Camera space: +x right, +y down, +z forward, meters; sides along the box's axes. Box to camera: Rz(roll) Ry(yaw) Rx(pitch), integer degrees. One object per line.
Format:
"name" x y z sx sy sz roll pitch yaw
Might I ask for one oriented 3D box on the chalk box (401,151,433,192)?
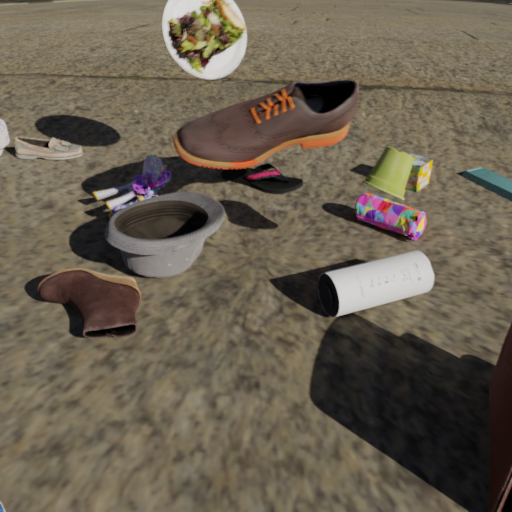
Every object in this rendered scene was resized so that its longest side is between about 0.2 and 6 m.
"chalk box" 3.622 -2.090 13.666 1.085 0.671 0.675 24 40 35

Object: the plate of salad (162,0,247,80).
"plate of salad" -0.989 -4.615 11.491 1.902 1.902 0.457 -18 15 -27

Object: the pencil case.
"pencil case" 2.784 -0.824 11.652 1.505 0.665 0.665 25 40 36

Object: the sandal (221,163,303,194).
"sandal" 0.100 -1.976 13.634 2.175 0.490 0.817 16 35 24

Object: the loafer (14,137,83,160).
"loafer" -5.624 -2.934 15.118 1.783 0.561 0.641 -1 32 -2

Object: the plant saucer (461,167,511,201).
"plant saucer" 5.935 -1.707 13.510 0.704 0.191 2.013 -15 34 -23

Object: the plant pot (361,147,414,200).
"plant pot" 2.234 -1.393 9.267 0.763 0.702 0.763 22 11 -4

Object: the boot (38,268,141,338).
"boot" -2.734 0.784 9.042 1.697 0.614 1.411 -2 30 -9

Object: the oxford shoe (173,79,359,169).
"oxford shoe" 0.225 -2.642 10.488 3.684 1.336 1.311 -19 70 -20

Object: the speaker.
"speaker" 2.006 0.461 9.430 1.879 0.763 0.763 -13 34 -19

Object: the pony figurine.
"pony figurine" -2.445 -1.429 12.164 1.809 1.507 1.746 -32 33 -19

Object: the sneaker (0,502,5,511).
"sneaker" -3.444 2.318 6.091 0.987 1.120 2.512 -19 37 -28

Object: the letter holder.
"letter holder" 3.442 1.805 6.440 1.143 1.615 2.273 11 33 17

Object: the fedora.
"fedora" -1.667 -0.312 10.449 1.968 1.005 2.226 26 39 35

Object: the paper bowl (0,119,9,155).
"paper bowl" -7.514 -3.031 14.952 1.727 0.898 1.727 0 32 0
